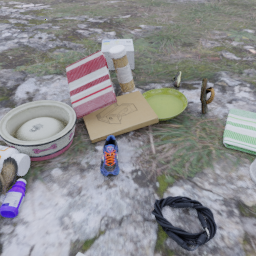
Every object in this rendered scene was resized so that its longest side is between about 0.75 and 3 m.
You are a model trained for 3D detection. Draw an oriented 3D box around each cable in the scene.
[{"bbox_3d":[1.539,2.457,7.828,1.486,0.463,1.821,-29,46,-33],"label":"cable"}]

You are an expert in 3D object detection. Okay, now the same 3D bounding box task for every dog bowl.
[{"bbox_3d":[-3.255,0.100,10.452,2.775,1.023,2.775,0,38,0],"label":"dog bowl"}]

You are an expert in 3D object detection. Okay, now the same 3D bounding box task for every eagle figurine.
[{"bbox_3d":[-3.760,1.568,8.244,0.931,1.234,0.936,24,24,-47],"label":"eagle figurine"}]

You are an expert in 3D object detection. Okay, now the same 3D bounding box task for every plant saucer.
[{"bbox_3d":[1.451,-0.994,12.251,2.267,0.352,2.267,-6,40,5],"label":"plant saucer"}]

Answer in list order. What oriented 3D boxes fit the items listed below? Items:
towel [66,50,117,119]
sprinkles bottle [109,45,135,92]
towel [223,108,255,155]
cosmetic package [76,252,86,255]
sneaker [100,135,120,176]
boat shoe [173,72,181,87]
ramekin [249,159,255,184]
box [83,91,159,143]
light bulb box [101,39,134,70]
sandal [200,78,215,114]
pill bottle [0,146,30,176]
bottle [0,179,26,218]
[{"bbox_3d":[-1.563,-1.794,11.425,1.867,0.295,2.593,-21,64,13],"label":"towel"},{"bbox_3d":[-0.228,-2.579,12.365,0.699,2.048,0.699,-11,40,9],"label":"sprinkles bottle"},{"bbox_3d":[4.869,0.111,11.023,2.006,0.308,2.630,14,40,19],"label":"towel"},{"bbox_3d":[-0.909,3.457,6.275,0.906,0.747,0.747,18,41,20],"label":"cosmetic package"},{"bbox_3d":[-0.643,0.937,9.605,0.683,0.711,1.813,-4,37,-4],"label":"sneaker"},{"bbox_3d":[2.506,-2.550,14.394,0.405,0.440,1.232,9,43,4],"label":"boat shoe"},{"bbox_3d":[4.823,1.340,9.054,1.578,0.735,1.578,-1,38,0],"label":"ramekin"},{"bbox_3d":[-0.432,-0.551,11.609,2.787,0.296,2.278,-17,40,-10],"label":"box"},{"bbox_3d":[-0.577,-4.202,15.964,1.811,1.140,1.827,-2,37,-1],"label":"light bulb box"},{"bbox_3d":[3.230,-1.259,11.338,0.568,2.082,0.851,3,59,19],"label":"sandal"},{"bbox_3d":[-4.176,1.076,9.224,1.717,0.954,0.954,10,38,11],"label":"pill bottle"},{"bbox_3d":[-3.373,2.067,8.377,0.513,0.401,1.228,5,37,-3],"label":"bottle"}]
